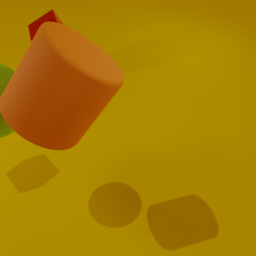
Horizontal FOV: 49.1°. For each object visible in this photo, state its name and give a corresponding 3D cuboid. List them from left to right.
[{"bbox_3d":[-1.989,-0.394,4.005,1.120,1.120,1.120,0,51,0],"label":"ball"},{"bbox_3d":[-2.128,-2.547,7.768,0.847,0.847,0.847,-30,51,8],"label":"cube"},{"bbox_3d":[-0.767,-0.470,3.290,1.067,1.067,1.067,33,25,-17],"label":"cylinder"}]
